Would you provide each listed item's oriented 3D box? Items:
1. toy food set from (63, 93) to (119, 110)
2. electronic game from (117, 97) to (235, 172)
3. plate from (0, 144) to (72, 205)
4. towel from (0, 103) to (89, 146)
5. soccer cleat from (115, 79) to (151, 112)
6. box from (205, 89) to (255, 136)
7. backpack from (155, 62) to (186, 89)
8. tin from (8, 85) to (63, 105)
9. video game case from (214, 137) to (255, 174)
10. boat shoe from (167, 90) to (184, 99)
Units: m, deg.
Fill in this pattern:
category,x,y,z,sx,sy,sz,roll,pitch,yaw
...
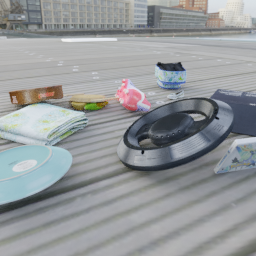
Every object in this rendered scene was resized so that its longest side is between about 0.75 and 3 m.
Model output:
category,x,y,z,sx,sy,sz,roll,pitch,yaw
toy food set,-1.544,-0.988,10.697,2.247,0.451,1.551,12,17,41
electronic game,1.063,0.069,6.705,2.868,0.597,2.868,-21,21,9
plate,-2.301,0.784,5.692,2.306,0.295,2.306,-8,20,3
towel,-2.616,-0.160,8.312,2.317,0.558,1.984,10,23,25
soccer cleat,0.163,-1.229,10.822,1.049,0.915,2.744,25,13,-13
box,3.457,-0.533,8.731,1.765,0.919,1.607,11,23,26
backpack,2.032,-2.439,13.191,1.410,1.132,1.541,-2,23,-5
tin,-3.372,-1.221,10.267,1.580,0.591,2.822,-18,14,-30
video game case,2.576,0.557,5.887,1.246,1.135,0.137,-5,53,-14
boat shoe,1.998,-1.392,11.752,0.853,0.273,0.314,-12,25,-28
